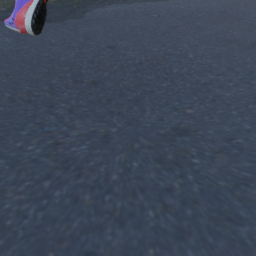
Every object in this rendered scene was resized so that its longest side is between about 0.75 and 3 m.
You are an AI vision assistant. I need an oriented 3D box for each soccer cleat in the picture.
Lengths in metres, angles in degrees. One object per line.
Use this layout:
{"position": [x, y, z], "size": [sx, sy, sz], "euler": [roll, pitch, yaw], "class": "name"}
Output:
{"position": [-2.295, -3.299, 6.854], "size": [0.819, 0.764, 2.239], "euler": [10, 72, 6], "class": "soccer cleat"}
